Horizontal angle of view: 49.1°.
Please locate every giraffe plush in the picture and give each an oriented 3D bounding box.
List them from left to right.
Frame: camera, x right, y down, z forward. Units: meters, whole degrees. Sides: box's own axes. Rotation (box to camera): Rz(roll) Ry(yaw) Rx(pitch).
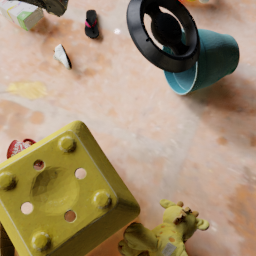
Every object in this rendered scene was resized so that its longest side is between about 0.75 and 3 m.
[{"bbox_3d":[0.928,2.456,6.448,1.674,1.940,1.573,46,45,5],"label":"giraffe plush"}]

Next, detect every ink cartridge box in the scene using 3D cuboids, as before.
[{"bbox_3d":[-3.843,-4.186,9.790,1.572,0.529,0.920,33,70,13],"label":"ink cartridge box"}]

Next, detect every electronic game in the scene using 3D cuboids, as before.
[{"bbox_3d":[0.709,-1.827,5.236,1.687,0.351,1.687,9,72,-29],"label":"electronic game"}]

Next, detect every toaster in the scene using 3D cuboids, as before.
[{"bbox_3d":[-2.392,-3.786,6.260,2.671,1.518,1.725,20,93,11],"label":"toaster"}]

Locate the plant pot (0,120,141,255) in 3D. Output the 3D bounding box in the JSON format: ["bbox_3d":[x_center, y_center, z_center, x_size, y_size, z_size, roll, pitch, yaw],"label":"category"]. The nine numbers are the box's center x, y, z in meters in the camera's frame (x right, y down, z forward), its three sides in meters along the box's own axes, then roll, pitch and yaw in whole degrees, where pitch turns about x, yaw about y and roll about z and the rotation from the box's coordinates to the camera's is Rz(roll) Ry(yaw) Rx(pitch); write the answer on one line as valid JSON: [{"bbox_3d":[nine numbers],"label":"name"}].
[{"bbox_3d":[-1.346,1.417,5.854,2.733,2.796,2.715,-32,79,-16],"label":"plant pot"}]

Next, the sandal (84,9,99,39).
[{"bbox_3d":[-1.283,-3.660,9.686,0.503,0.302,1.340,-6,66,-3],"label":"sandal"}]

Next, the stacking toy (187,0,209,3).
[{"bbox_3d":[2.235,-4.947,10.016,1.556,1.137,1.137,23,67,-9],"label":"stacking toy"}]

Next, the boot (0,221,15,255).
[{"bbox_3d":[-3.460,3.228,6.455,1.557,0.726,2.013,-18,60,0],"label":"boot"}]

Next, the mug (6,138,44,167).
[{"bbox_3d":[-2.718,0.632,7.663,0.890,0.594,0.790,15,69,3],"label":"mug"}]

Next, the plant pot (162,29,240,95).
[{"bbox_3d":[2.194,-2.059,8.260,1.748,1.861,1.861,-14,66,-20],"label":"plant pot"}]

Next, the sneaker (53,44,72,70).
[{"bbox_3d":[-2.138,-2.211,9.066,0.439,0.377,1.036,-29,65,6],"label":"sneaker"}]
